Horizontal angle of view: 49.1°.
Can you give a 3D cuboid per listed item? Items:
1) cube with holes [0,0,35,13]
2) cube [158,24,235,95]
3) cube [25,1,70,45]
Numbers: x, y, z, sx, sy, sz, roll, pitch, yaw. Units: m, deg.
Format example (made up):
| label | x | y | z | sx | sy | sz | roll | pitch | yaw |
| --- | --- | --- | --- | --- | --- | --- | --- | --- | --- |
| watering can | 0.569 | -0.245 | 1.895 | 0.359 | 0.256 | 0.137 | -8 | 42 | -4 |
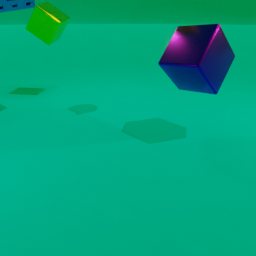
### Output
| label | x | y | z | sx | sy | sz | roll | pitch | yaw |
| --- | --- | --- | --- | --- | --- | --- | --- | --- | --- |
| cube with holes | -3.236 | -3.965 | 7.482 | 1.099 | 1.099 | 1.099 | -18 | 72 | -18 |
| cube | 1.686 | -1.665 | 6.835 | 1.171 | 1.171 | 1.171 | 17 | -15 | 45 |
| cube | -2.940 | -3.864 | 10.329 | 1.016 | 1.016 | 1.016 | 34 | 31 | -10 |
